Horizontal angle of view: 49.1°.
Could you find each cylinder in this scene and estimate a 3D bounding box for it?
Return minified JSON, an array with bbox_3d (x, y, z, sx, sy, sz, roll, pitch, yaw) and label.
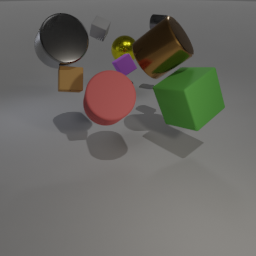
[{"bbox_3d":[-2.050,-2.583,8.515,1.400,1.400,1.400,-13,10,-23],"label":"cylinder"},{"bbox_3d":[1.406,-4.682,12.505,0.700,0.700,0.700,15,32,23],"label":"cylinder"},{"bbox_3d":[-0.589,-0.831,8.263,1.400,1.400,1.400,-7,-4,-12],"label":"cylinder"},{"bbox_3d":[1.090,-2.473,8.738,1.400,1.400,1.400,-30,13,31],"label":"cylinder"}]

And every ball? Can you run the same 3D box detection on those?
[{"bbox_3d":[-0.166,-4.011,14.353,1.400,1.400,1.400,0,28,0],"label":"ball"}]

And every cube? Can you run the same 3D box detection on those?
[{"bbox_3d":[-0.157,-2.648,11.819,0.700,0.700,0.700,-34,19,-6],"label":"cube"},{"bbox_3d":[-1.274,-4.525,12.744,0.700,0.700,0.700,23,55,-4],"label":"cube"},{"bbox_3d":[1.885,-0.946,8.662,1.400,1.400,1.400,-37,29,-24],"label":"cube"},{"bbox_3d":[-1.768,-1.476,8.576,0.700,0.700,0.700,0,2,-17],"label":"cube"}]
